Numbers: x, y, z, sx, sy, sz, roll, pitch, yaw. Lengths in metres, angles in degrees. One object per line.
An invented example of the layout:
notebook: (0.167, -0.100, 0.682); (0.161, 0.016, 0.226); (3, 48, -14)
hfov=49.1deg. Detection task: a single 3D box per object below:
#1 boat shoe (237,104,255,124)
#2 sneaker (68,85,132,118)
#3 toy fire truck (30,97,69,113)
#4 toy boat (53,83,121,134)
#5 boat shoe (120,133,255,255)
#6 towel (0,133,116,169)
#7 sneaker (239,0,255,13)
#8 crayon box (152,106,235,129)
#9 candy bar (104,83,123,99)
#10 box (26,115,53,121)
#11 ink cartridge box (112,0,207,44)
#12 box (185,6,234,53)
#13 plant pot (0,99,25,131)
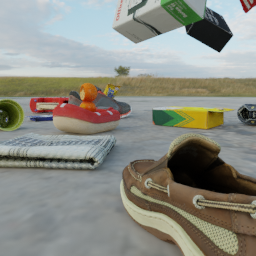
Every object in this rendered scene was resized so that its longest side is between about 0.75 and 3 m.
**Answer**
boat shoe: (3.906, -0.355, 7.760); (0.987, 0.769, 2.175); (-1, 0, -3)
sneaker: (-0.912, -0.936, 10.126); (1.122, 1.192, 2.911); (6, 10, 39)
toy fire truck: (-3.151, -0.941, 11.963); (2.958, 0.721, 2.086); (2, 8, 18)
toy boat: (-1.007, -0.509, 6.937); (1.191, 1.193, 1.825); (4, 9, 30)
boat shoe: (0.471, 0.394, 1.919); (0.735, 0.736, 1.989); (-3, 8, -21)
towel: (-1.204, 0.269, 4.430); (1.895, 0.327, 1.825); (0, 8, 5)
sneaker: (3.008, -2.996, 5.844); (1.973, 0.773, 1.140); (-1, -22, -25)
crayon box: (1.891, -0.329, 8.135); (2.037, 0.517, 1.293); (5, 9, 38)
candy bar: (-0.810, -1.126, 11.055); (0.571, 0.254, 2.290); (2, -26, -20)
box: (-2.954, -0.338, 9.586); (0.958, 0.155, 0.580); (-4, 8, -35)
ink cartridge box: (0.609, -2.583, 5.475); (0.756, 1.334, 1.820); (21, -16, -39)
box: (2.431, -3.235, 8.753); (1.243, 0.694, 1.761); (22, 38, -12)
plant pot: (-3.265, -0.299, 7.337); (0.830, 0.830, 0.763); (-7, 0, -42)
